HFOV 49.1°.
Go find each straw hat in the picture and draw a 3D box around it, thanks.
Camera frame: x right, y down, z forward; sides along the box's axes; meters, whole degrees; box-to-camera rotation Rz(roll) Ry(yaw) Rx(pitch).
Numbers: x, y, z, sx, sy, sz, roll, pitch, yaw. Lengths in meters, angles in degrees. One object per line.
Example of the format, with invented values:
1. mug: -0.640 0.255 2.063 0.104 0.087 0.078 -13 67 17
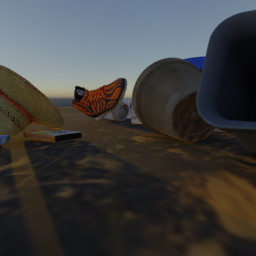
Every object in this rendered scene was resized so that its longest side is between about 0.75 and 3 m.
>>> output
1. straw hat: -2.961 -0.341 6.687 2.668 1.129 2.668 25 -26 13

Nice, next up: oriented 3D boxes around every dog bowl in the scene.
1. dog bowl: -0.296 -0.749 12.730 0.274 0.933 0.933 20 17 38

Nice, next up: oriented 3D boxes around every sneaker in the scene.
1. sneaker: -1.181 -1.136 10.170 1.476 1.022 2.635 22 -36 -24

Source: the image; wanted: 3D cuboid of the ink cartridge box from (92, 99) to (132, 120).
1. ink cartridge box: -0.577 -1.016 14.798 1.735 1.001 2.391 2 6 22

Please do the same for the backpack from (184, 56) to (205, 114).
1. backpack: 2.567 -1.324 10.124 2.051 2.524 2.118 5 7 32

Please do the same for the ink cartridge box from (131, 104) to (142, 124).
1. ink cartridge box: 1.308 -0.651 11.613 1.554 0.905 2.147 3 6 31

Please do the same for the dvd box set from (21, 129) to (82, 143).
1. dvd box set: -1.872 0.176 6.880 1.215 0.179 0.889 4 7 34

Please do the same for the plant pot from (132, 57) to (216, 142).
1. plant pot: 1.286 -0.557 6.762 2.038 2.038 1.768 -1 21 -14

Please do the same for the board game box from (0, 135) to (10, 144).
1. board game box: -3.026 0.278 5.859 0.693 0.168 0.916 1 6 7

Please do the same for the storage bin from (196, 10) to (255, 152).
1. storage bin: 2.746 -0.281 3.894 2.945 2.143 1.978 4 -21 35

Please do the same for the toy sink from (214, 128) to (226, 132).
1. toy sink: 3.025 -0.333 8.638 1.316 0.858 0.737 1 5 23
